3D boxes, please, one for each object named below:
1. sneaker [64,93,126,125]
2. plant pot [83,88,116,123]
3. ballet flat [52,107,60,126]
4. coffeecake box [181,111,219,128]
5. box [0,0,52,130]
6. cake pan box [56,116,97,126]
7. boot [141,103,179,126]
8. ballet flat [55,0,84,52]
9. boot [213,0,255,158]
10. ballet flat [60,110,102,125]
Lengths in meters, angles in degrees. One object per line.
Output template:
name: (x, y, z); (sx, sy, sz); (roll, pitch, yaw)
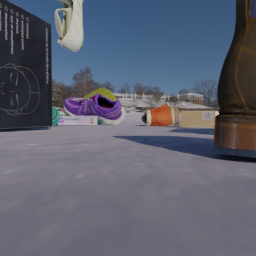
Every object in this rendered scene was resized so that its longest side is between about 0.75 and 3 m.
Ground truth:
sneaker: (-1.492, -1.062, 12.232); (2.944, 1.187, 1.228); (8, -40, 20)
plant pot: (-1.993, -1.022, 15.609); (2.033, 2.033, 2.172); (1, 18, 35)
ballet flat: (-3.343, -0.319, 9.429); (2.211, 0.745, 0.778); (0, -23, 3)
coffeecake box: (2.282, -0.256, 8.338); (1.000, 0.476, 1.302); (1, 2, 32)
box: (-2.723, -1.149, 5.446); (1.489, 2.402, 2.362); (1, 2, 20)
cake pan box: (-2.066, -0.298, 11.288); (1.596, 0.417, 1.469); (0, -1, -12)
boot: (1.082, -0.464, 10.508); (1.232, 0.862, 2.297); (-5, 3, -2)
ballet flat: (-1.479, -3.020, 7.022); (0.746, 2.150, 0.746); (0, -2, 0)
boot: (1.472, -0.312, 1.551); (1.967, 0.953, 0.735); (0, 2, -5)
ballet flat: (-2.440, -0.585, 13.215); (2.471, 0.870, 0.832); (0, 1, -5)
